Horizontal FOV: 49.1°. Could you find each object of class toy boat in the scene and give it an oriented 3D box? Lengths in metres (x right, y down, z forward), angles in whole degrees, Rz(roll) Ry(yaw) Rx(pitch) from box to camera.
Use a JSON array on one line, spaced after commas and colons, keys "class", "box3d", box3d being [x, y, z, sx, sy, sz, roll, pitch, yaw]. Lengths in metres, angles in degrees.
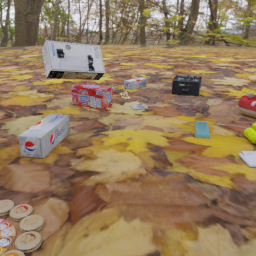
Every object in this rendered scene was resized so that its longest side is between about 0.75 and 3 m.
[{"class": "toy boat", "box3d": [6.009, -1.239, 11.702, 1.651, 1.654, 2.530, -16, 26, -35]}]

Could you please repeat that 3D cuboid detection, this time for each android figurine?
[{"class": "android figurine", "box3d": [5.124, 0.271, 9.425, 2.117, 0.478, 2.326, 2, 19, 2]}]

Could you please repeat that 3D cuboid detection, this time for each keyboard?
[{"class": "keyboard", "box3d": [4.879, 0.913, 8.297, 2.954, 0.157, 0.831, -1, 26, -2]}]

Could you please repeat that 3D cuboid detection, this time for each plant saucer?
[{"class": "plant saucer", "box3d": [2.787, 0.040, 10.525, 0.527, 0.143, 1.508, 5, 21, 11]}]

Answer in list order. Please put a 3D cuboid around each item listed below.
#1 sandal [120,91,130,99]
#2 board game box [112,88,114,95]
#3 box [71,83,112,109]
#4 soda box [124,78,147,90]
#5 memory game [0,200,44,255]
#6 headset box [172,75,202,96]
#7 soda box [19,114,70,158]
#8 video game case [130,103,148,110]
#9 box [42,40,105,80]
[{"class": "sandal", "box3d": [-0.194, -1.862, 15.139, 0.399, 0.358, 1.088, -8, 22, -20]}, {"class": "board game box", "box3d": [-1.401, -2.083, 15.893, 1.140, 0.230, 0.872, -2, 21, -5]}, {"class": "box", "box3d": [-1.760, -1.575, 13.582, 1.882, 0.938, 0.898, 12, 24, 29]}, {"class": "soda box", "box3d": [0.464, -2.742, 17.216, 1.502, 0.513, 0.476, -17, 27, -38]}, {"class": "memory game", "box3d": [-2.773, 2.068, 5.219, 2.379, 0.152, 2.379, 0, 21, 0]}, {"class": "headset box", "box3d": [3.366, -2.442, 15.992, 1.539, 0.820, 1.768, 6, 22, 14]}, {"class": "soda box", "box3d": [-2.687, 0.197, 9.302, 0.753, 0.700, 2.207, 4, 21, 11]}, {"class": "video game case", "box3d": [0.518, -1.012, 13.316, 0.695, 0.084, 0.763, -5, 21, -12]}, {"class": "box", "box3d": [-2.100, -2.611, 10.946, 2.219, 1.294, 0.667, -3, -17, -32]}]
